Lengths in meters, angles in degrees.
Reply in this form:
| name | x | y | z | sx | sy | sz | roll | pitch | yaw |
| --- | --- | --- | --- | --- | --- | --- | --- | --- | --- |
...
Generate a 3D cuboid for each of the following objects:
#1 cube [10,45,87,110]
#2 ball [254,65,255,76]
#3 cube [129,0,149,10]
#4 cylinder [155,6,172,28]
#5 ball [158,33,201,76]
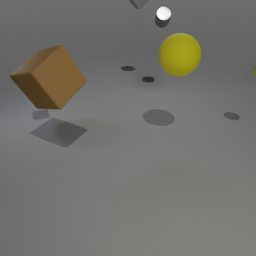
| name | x | y | z | sx | sy | sz | roll | pitch | yaw |
| --- | --- | --- | --- | --- | --- | --- | --- | --- | --- |
| cube | -2.467 | -1.548 | 8.772 | 1.400 | 1.400 | 1.400 | 5 | 49 | 43 |
| ball | 4.927 | -2.103 | 10.114 | 0.700 | 0.700 | 0.700 | 0 | 30 | 0 |
| cube | 0.516 | -6.587 | 14.266 | 0.700 | 0.700 | 0.700 | -44 | 35 | 8 |
| cylinder | 1.629 | -5.166 | 13.073 | 0.700 | 0.700 | 0.700 | -1 | -8 | -1 |
| ball | 1.727 | -2.450 | 9.405 | 1.400 | 1.400 | 1.400 | 0 | 30 | 0 |
